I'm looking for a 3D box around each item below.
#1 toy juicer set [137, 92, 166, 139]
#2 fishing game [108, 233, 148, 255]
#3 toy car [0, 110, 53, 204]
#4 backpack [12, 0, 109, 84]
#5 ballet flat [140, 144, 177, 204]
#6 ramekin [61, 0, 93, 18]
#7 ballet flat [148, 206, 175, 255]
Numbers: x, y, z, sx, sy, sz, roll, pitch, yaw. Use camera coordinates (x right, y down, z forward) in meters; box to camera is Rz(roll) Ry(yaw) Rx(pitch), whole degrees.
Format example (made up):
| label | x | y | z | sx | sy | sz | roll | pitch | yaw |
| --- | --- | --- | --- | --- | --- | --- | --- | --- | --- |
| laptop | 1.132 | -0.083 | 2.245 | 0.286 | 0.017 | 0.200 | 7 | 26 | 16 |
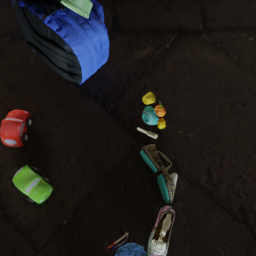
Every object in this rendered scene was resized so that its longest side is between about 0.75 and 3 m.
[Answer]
| label | x | y | z | sx | sy | sz | roll | pitch | yaw |
| --- | --- | --- | --- | --- | --- | --- | --- | --- | --- |
| toy juicer set | 0.685 | -0.227 | 7.337 | 0.359 | 1.321 | 0.840 | -28 | 56 | -31 |
| fishing game | 0.090 | 3.606 | 7.639 | 0.955 | 0.207 | 1.334 | -34 | 80 | -12 |
| toy car | -3.360 | 1.097 | 8.179 | 2.750 | 0.652 | 2.923 | 38 | 77 | 11 |
| backpack | -1.771 | -3.003 | 8.650 | 2.330 | 2.256 | 2.776 | -42 | 76 | -15 |
| ballet flat | 1.034 | 1.256 | 8.197 | 0.685 | 0.617 | 1.818 | -22 | 70 | -18 |
| ramekin | -1.281 | -3.190 | 7.164 | 0.772 | 0.772 | 0.377 | 31 | 101 | 9 |
| ballet flat | 0.924 | 2.916 | 7.647 | 0.562 | 0.578 | 1.626 | 18 | 74 | 6 |
